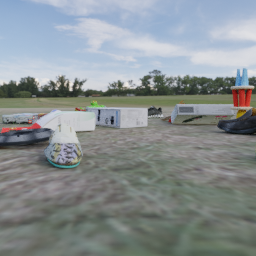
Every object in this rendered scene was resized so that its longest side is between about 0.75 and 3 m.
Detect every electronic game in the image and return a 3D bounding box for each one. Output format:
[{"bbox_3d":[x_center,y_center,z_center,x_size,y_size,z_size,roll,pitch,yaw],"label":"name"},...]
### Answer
[{"bbox_3d":[-2.431,0.230,6.589,1.515,0.315,1.515,-4,8,1],"label":"electronic game"}]

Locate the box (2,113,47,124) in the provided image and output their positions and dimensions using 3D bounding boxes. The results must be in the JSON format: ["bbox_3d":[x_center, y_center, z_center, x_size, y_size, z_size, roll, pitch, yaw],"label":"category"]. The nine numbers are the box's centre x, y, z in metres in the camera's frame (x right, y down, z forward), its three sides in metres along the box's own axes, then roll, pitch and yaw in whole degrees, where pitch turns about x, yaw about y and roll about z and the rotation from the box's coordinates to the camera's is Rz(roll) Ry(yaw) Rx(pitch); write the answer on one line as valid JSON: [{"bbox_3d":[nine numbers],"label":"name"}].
[{"bbox_3d":[-4.874,-0.475,13.625,1.436,0.418,2.098,1,5,6],"label":"box"}]

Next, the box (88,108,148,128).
[{"bbox_3d":[-0.502,-0.480,11.906,1.453,0.749,2.491,-4,6,-37],"label":"box"}]

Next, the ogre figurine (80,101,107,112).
[{"bbox_3d":[-2.180,-1.061,17.393,2.109,1.035,1.265,14,-22,-35],"label":"ogre figurine"}]

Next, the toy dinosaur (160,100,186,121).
[{"bbox_3d":[2.644,-0.604,14.123,2.949,0.891,1.566,-6,-26,29],"label":"toy dinosaur"}]

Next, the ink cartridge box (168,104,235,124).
[{"bbox_3d":[3.209,-0.433,12.750,2.512,0.547,2.180,0,-20,-3],"label":"ink cartridge box"}]

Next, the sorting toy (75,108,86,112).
[{"bbox_3d":[-2.034,-0.640,13.395,1.235,0.433,2.562,21,12,16],"label":"sorting toy"}]

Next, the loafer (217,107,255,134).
[{"bbox_3d":[3.853,-0.219,8.614,0.846,0.840,2.323,-6,7,-43],"label":"loafer"}]

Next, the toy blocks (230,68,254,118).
[{"bbox_3d":[4.529,-0.992,9.787,1.807,2.168,0.787,1,6,10],"label":"toy blocks"}]

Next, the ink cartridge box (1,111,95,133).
[{"bbox_3d":[-2.860,-0.240,9.864,2.934,0.735,2.361,0,5,-22],"label":"ink cartridge box"}]

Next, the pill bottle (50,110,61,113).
[{"bbox_3d":[-3.653,-0.637,14.438,0.577,0.577,1.029,-3,8,-26],"label":"pill bottle"}]

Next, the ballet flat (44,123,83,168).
[{"bbox_3d":[-1.164,0.233,5.002,0.648,0.648,1.802,-1,6,-15],"label":"ballet flat"}]

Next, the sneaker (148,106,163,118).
[{"bbox_3d":[1.360,-0.990,17.247,1.728,0.782,0.574,-2,5,-17],"label":"sneaker"}]
